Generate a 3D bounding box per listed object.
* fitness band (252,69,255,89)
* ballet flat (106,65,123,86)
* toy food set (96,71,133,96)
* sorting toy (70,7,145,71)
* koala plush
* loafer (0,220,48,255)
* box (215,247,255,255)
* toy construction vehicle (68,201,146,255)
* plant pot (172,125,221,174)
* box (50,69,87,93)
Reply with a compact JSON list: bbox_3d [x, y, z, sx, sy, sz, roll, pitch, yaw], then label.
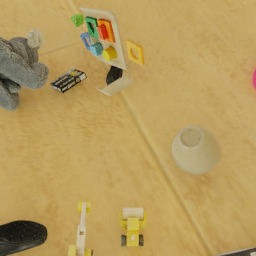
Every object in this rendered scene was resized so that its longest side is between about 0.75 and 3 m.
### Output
[{"bbox_3d":[4.492,-1.580,8.071,1.478,0.385,2.057,32,65,16],"label":"fitness band"},{"bbox_3d":[-0.340,-1.667,8.198,0.434,0.371,1.305,14,70,2],"label":"ballet flat"},{"bbox_3d":[-0.349,-1.203,7.566,0.883,0.634,0.267,-28,74,15],"label":"toy food set"},{"bbox_3d":[-0.680,-2.275,7.312,0.395,1.634,2.902,-37,41,-21],"label":"sorting toy"},{"bbox_3d":[-3.004,-1.848,7.485,1.729,1.792,1.950,-30,27,27],"label":"koala plush"},{"bbox_3d":[-2.556,2.360,5.842,1.831,0.643,0.622,-7,33,0],"label":"loafer"},{"bbox_3d":[2.352,3.219,5.399,2.018,0.488,1.598,-9,65,-5],"label":"box"},{"bbox_3d":[-0.305,2.556,5.558,1.806,0.731,2.074,5,64,-2],"label":"toy construction vehicle"},{"bbox_3d":[1.494,0.371,6.330,1.132,0.760,1.132,-11,57,17],"label":"plant pot"},{"bbox_3d":[-1.667,-1.331,7.858,0.850,0.209,0.685,-38,37,-20],"label":"box"}]
